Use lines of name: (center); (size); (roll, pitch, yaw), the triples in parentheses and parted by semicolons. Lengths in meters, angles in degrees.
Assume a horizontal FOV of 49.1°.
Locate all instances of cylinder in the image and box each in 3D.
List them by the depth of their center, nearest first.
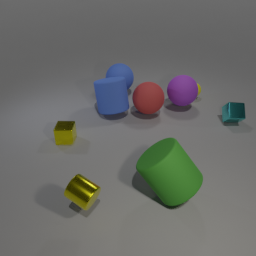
cylinder: (-1.179, 1.660, 7.290); (0.700, 0.700, 0.700); (30, 40, 13)
cylinder: (1.179, 1.233, 8.007); (1.400, 1.400, 1.400); (-36, 15, 11)
cylinder: (-0.717, -1.448, 12.365); (1.400, 1.400, 1.400); (-8, 18, 3)

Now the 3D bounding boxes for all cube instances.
cube: (-2.417, 0.193, 10.838); (0.700, 0.700, 0.700); (1, 32, 1)
cube: (4.454, -0.646, 11.835); (0.700, 0.700, 0.700); (3, 76, -5)

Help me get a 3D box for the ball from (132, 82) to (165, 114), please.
ball: (0.889, -1.309, 12.212); (1.400, 1.400, 1.400); (0, 32, 0)

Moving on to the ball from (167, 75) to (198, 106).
ball: (2.477, -1.703, 12.741); (1.400, 1.400, 1.400); (0, 32, 0)

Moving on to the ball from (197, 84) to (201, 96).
ball: (3.260, -1.895, 13.883); (0.700, 0.700, 0.700); (0, 32, 0)

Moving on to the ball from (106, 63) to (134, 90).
ball: (-0.414, -2.503, 13.951); (1.400, 1.400, 1.400); (0, 32, 0)
